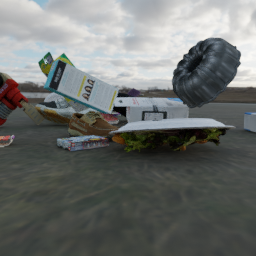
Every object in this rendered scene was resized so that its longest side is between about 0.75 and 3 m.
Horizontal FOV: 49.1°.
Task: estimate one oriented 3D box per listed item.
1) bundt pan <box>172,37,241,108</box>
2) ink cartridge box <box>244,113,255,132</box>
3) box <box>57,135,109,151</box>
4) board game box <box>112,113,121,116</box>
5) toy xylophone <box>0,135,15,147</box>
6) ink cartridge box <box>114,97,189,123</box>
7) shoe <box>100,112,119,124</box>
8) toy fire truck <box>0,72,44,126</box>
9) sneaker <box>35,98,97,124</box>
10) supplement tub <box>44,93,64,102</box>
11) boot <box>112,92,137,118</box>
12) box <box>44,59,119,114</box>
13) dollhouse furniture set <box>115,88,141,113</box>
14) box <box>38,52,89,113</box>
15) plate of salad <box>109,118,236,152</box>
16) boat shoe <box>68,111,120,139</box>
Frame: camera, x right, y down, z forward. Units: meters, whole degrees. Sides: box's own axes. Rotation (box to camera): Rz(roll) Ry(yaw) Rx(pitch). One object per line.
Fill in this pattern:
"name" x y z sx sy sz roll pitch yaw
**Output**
"bundt pan" 2.321 -1.890 9.021 0.918 2.446 2.446 31 -7 -23
"ink cartridge box" 4.693 -0.182 9.122 1.437 0.617 1.052 -1 6 0
"box" -1.018 0.333 6.373 0.986 0.197 0.675 -5 8 -37
"board game box" -0.756 -0.816 16.806 0.677 0.182 1.128 4 6 -4
"toy xylophone" -3.091 0.310 6.501 0.859 0.216 0.629 -3 7 -22
"ink cartridge box" 0.744 -0.554 10.129 2.533 0.859 1.469 1 17 -5
"shoe" -0.808 -0.514 11.701 0.537 0.684 1.504 3 7 23
"toy fire truck" -4.454 -0.681 10.435 2.242 1.973 1.442 41 2 -6
"sneaker" -2.325 -0.835 11.125 2.754 1.207 1.041 7 -24 16
"supplement tub" -3.630 -1.204 14.769 1.355 1.355 1.931 -1 7 -7
"boot" -0.817 -1.232 12.413 2.381 1.075 2.905 18 -1 4
"box" -1.096 -0.952 6.809 1.697 0.698 0.417 23 -10 -31
"dollhouse furniture set" 0.741 -0.905 17.567 2.421 1.918 1.718 35 -14 39
"box" -1.598 -1.234 7.435 1.012 1.724 0.417 -11 34 54
"plate of salad" 0.896 0.183 5.924 2.596 0.623 2.596 -2 -4 0
"boat shoe" -1.014 -0.092 7.665 0.766 0.747 2.024 -6 9 -45
